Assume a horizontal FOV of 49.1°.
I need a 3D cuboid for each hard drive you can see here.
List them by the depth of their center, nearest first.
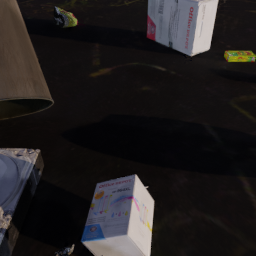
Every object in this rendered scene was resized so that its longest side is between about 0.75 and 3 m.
[{"bbox_3d":[-2.813,1.453,4.630,2.083,0.564,2.982,1,37,2],"label":"hard drive"}]

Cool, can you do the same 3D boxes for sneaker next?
[{"bbox_3d":[-3.148,-5.491,14.030,0.916,0.793,2.029,-11,42,-28],"label":"sneaker"}]

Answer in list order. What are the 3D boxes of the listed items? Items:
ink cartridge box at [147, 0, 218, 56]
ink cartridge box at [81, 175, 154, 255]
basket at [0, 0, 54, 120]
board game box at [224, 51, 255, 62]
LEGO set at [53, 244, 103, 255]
[{"bbox_3d":[2.075,-4.359,11.325,1.154,1.981,2.737,-24,42,-29],"label":"ink cartridge box"},{"bbox_3d":[-0.101,1.348,4.347,0.761,0.741,1.183,-16,36,21],"label":"ink cartridge box"},{"bbox_3d":[-3.216,-1.717,6.598,2.497,2.769,1.883,-11,-5,-1],"label":"basket"},{"bbox_3d":[4.211,-2.707,10.560,0.993,0.236,0.505,-1,36,-1],"label":"board game box"},{"bbox_3d":[0.264,1.896,3.114,2.349,1.526,0.666,27,22,15],"label":"LEGO set"}]
